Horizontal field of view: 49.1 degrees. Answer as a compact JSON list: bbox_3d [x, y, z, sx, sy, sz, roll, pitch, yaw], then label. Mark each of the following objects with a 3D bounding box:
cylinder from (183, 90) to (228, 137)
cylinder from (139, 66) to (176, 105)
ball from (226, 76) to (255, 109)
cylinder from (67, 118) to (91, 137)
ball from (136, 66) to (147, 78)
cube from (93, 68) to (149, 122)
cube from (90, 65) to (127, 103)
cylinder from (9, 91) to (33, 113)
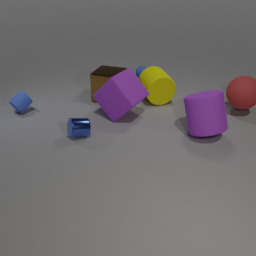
[{"bbox_3d":[2.830,-0.553,10.205,1.400,1.400,1.400,-12,13,3],"label":"cylinder"},{"bbox_3d":[1.330,-1.990,13.087,1.400,1.400,1.400,-7,33,-13],"label":"cylinder"},{"bbox_3d":[4.858,-1.488,11.774,1.400,1.400,1.400,0,30,0],"label":"ball"},{"bbox_3d":[-1.823,-0.021,10.347,0.700,0.700,0.700,-1,27,-29],"label":"cylinder"},{"bbox_3d":[0.760,-2.966,14.974,0.700,0.700,0.700,0,30,0],"label":"ball"},{"bbox_3d":[-0.273,-1.359,11.538,1.400,1.400,1.400,52,42,-2],"label":"cube"},{"bbox_3d":[-0.864,-2.055,13.320,1.400,1.400,1.400,9,31,15],"label":"cube"},{"bbox_3d":[-4.614,-1.126,12.080,0.700,0.700,0.700,25,67,36],"label":"cylinder"}]
